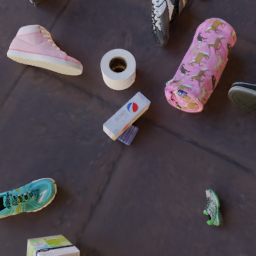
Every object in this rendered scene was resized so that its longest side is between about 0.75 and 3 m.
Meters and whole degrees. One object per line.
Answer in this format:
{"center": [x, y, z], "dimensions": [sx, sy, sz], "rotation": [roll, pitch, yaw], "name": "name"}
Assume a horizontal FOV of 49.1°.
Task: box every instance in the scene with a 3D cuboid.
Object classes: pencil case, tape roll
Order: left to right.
{"center": [-0.260, -1.637, 7.893], "dimensions": [0.965, 0.663, 0.965], "rotation": [0, 75, 0], "name": "tape roll"}
{"center": [2.018, -1.736, 7.729], "dimensions": [1.077, 1.125, 2.601], "rotation": [16, 71, 46], "name": "pencil case"}

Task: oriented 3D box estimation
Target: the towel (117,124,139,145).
{"center": [-0.163, 0.055, 7.748], "dimensions": [0.777, 0.093, 0.563], "rotation": [29, 77, 7], "name": "towel"}

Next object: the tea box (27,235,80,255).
{"center": [-1.684, 3.180, 6.120], "dimensions": [0.847, 1.247, 1.267], "rotation": [4, 87, -33], "name": "tea box"}

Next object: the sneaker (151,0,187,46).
{"center": [1.223, -3.575, 8.323], "dimensions": [1.097, 0.806, 2.424], "rotation": [-2, 74, 3], "name": "sneaker"}

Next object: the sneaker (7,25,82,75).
{"center": [-2.245, -2.286, 7.963], "dimensions": [2.216, 0.834, 1.158], "rotation": [15, 81, 8], "name": "sneaker"}

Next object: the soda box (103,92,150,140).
{"center": [-0.032, -0.320, 7.584], "dimensions": [0.443, 0.474, 1.391], "rotation": [44, 74, 10], "name": "soda box"}

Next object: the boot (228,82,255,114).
{"center": [4.096, -1.315, 7.706], "dimensions": [2.543, 0.918, 1.920], "rotation": [15, 73, -1], "name": "boot"}

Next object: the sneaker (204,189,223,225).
{"center": [2.114, 2.007, 7.106], "dimensions": [0.393, 0.360, 0.924], "rotation": [-7, 76, -2], "name": "sneaker"}

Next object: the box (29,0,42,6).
{"center": [-3.156, -4.699, 8.361], "dimensions": [0.741, 1.295, 1.422], "rotation": [-43, 79, -10], "name": "box"}

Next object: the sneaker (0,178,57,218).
{"center": [-2.721, 1.807, 6.946], "dimensions": [1.935, 0.771, 0.750], "rotation": [-21, 77, -6], "name": "sneaker"}
